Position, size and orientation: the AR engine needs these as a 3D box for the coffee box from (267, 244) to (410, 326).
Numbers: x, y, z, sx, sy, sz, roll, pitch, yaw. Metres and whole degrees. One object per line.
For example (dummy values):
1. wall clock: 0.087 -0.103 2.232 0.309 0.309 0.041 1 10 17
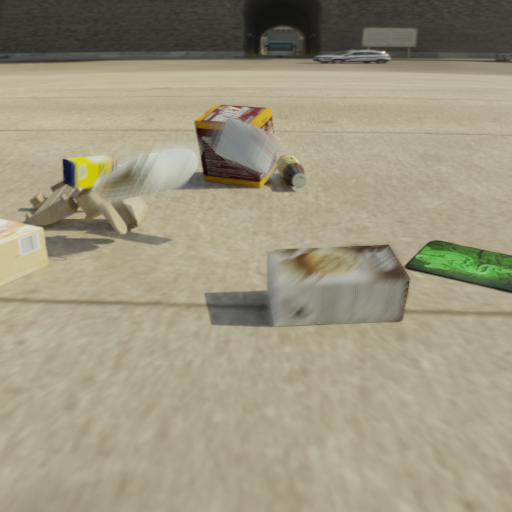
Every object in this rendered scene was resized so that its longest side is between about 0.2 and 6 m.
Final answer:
1. coffee box: 1.067 0.383 7.666 1.759 0.702 0.994 -2 27 -5

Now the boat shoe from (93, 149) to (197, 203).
1. boat shoe: -1.755 -1.323 8.861 1.721 0.636 0.734 -17 0 -6

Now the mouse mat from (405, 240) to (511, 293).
1. mouse mat: 3.571 0.144 9.178 1.883 0.071 1.515 13 26 30

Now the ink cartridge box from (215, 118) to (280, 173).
1. ink cartridge box: -0.147 -1.882 9.527 0.902 0.657 0.373 26 12 21

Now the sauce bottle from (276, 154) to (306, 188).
1. sauce bottle: 0.898 -2.082 13.822 0.582 0.582 1.763 -4 21 -8

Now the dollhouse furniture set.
1. dollhouse furniture set: -3.518 -0.723 10.942 2.433 1.188 2.075 -23 27 19

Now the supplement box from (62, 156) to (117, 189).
1. supplement box: -2.820 -1.433 9.534 0.805 0.441 0.438 -14 25 -38

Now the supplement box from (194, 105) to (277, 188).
1. supplement box: -0.462 -2.695 13.663 1.597 1.619 1.075 10 39 24

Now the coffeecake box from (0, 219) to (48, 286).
1. coffeecake box: -4.562 -0.086 8.894 1.883 0.688 1.446 11 25 25
